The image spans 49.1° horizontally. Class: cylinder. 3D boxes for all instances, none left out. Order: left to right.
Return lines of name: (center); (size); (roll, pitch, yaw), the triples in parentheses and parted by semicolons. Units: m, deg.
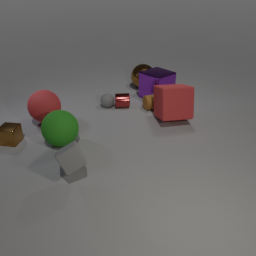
cylinder: (-0.282, -1.361, 13.833); (0.700, 0.700, 0.700); (-3, 29, -5)
cylinder: (1.152, -1.268, 13.666); (0.700, 0.700, 0.700); (-10, 31, -18)

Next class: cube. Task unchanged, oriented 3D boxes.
cube: (-4.616, 0.249, 10.965); (0.700, 0.700, 0.700); (4, 30, 8)
cube: (-1.764, 0.925, 8.691); (0.700, 0.700, 0.700); (-31, 15, -5)
cube: (1.527, -2.276, 14.751); (1.400, 1.400, 1.400); (-24, 37, -35)
cube: (1.992, -1.161, 12.383); (1.400, 1.400, 1.400); (-5, 15, -10)

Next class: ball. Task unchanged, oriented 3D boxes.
ball: (-3.592, -0.938, 12.037); (1.400, 1.400, 1.400); (0, 29, 0)
ball: (-2.585, 0.011, 10.670); (1.400, 1.400, 1.400); (0, 29, 0)
ball: (-1.020, -1.367, 13.855); (0.700, 0.700, 0.700); (0, 29, 0)
ball: (0.865, -2.942, 15.978); (1.400, 1.400, 1.400); (0, 29, 0)
